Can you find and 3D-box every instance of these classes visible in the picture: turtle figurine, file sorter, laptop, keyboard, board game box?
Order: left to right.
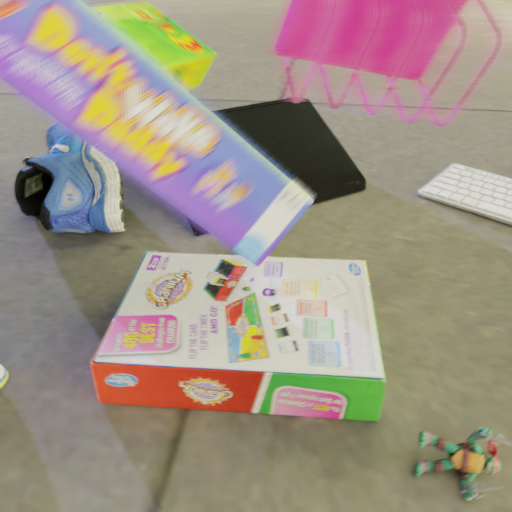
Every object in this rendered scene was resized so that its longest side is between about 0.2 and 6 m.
[{"bbox_3d":[-1.407,-1.645,5.482,3.759,0.842,2.528,36,7,-28],"label":"board game box"},{"bbox_3d":[-1.954,-3.099,8.647,1.541,0.722,3.033,37,32,0],"label":"board game box"},{"bbox_3d":[-0.578,-1.896,11.518,3.714,2.164,4.191,-16,9,-26],"label":"laptop"},{"bbox_3d":[-0.116,0.814,6.678,2.996,0.604,2.293,3,31,5],"label":"board game box"},{"bbox_3d":[1.479,-2.467,6.532,2.091,1.453,1.311,5,53,-16],"label":"file sorter"},{"bbox_3d":[1.921,1.889,5.139,0.855,0.431,0.640,6,73,13],"label":"turtle figurine"},{"bbox_3d":[5.358,-0.567,9.282,5.185,0.276,1.459,26,40,36],"label":"keyboard"}]

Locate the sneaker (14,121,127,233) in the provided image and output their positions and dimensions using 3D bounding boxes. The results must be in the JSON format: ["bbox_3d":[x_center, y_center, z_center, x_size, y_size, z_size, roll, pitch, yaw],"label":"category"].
[{"bbox_3d":[-3.402,-1.520,9.756,1.620,1.427,3.634,-10,33,-21],"label":"sneaker"}]

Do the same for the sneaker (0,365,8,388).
[{"bbox_3d":[-3.865,0.953,6.141,2.320,0.954,0.858,5,34,11],"label":"sneaker"}]
